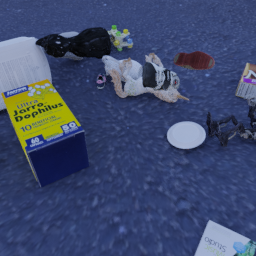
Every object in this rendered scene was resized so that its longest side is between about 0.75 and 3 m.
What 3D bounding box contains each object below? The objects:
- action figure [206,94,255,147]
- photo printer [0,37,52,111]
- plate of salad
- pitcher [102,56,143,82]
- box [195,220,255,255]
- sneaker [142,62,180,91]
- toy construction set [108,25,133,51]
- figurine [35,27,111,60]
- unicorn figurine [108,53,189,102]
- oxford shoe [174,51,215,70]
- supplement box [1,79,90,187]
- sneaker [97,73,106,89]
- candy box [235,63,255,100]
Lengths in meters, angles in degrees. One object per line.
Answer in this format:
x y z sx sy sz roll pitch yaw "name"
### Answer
3.860 -0.184 8.645 2.559 1.306 1.521 -7 33 -5 "action figure"
-4.071 -1.912 9.821 2.629 2.187 0.913 -26 29 -25 "photo printer"
1.847 0.246 8.896 1.196 0.287 1.196 -8 43 7 "plate of salad"
-0.236 -2.355 10.953 1.461 1.253 0.886 15 79 16 "pitcher"
2.036 2.923 6.092 1.125 0.283 1.558 21 49 21 "box"
0.982 -1.406 7.860 0.867 0.726 1.959 9 6 22 "sneaker"
-1.101 -4.007 12.860 2.398 1.105 1.572 -18 46 -33 "toy construction set"
-2.586 -3.190 10.815 2.829 1.218 2.761 11 20 43 "figurine"
0.771 -1.730 10.267 2.745 1.885 1.014 -9 6 21 "unicorn figurine"
1.865 -1.794 7.592 0.496 0.467 1.326 14 10 -39 "oxford shoe"
-2.441 0.032 8.204 1.515 1.524 2.784 -23 48 -22 "supplement box"
-1.054 -1.985 11.130 0.353 0.412 1.005 -2 43 -1 "sneaker"
5.512 -1.510 10.407 2.593 0.732 1.513 20 47 18 "candy box"
